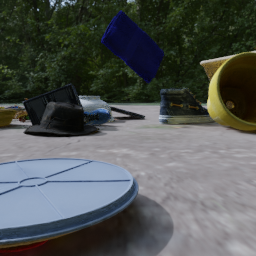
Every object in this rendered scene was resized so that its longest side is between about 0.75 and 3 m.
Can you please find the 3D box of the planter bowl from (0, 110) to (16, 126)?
[{"bbox_3d":[-4.080,-0.280,9.029,1.001,0.417,1.001,-10,1,0],"label":"planter bowl"}]

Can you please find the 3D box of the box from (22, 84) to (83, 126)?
[{"bbox_3d":[-2.376,-0.742,9.234,1.565,0.895,1.719,-22,8,-4],"label":"box"}]

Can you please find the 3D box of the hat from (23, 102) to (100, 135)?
[{"bbox_3d":[-1.808,-0.294,7.603,2.079,0.839,2.079,0,7,0],"label":"hat"}]

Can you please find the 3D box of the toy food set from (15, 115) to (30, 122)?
[{"bbox_3d":[-4.019,-0.340,10.965,0.763,0.249,0.449,-3,-18,-41],"label":"toy food set"}]

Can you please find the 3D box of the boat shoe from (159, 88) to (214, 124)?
[{"bbox_3d":[2.373,-0.865,10.616,2.861,1.299,1.012,-5,8,-37],"label":"boat shoe"}]

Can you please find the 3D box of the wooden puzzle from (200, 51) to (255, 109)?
[{"bbox_3d":[4.155,-1.329,9.241,0.685,2.957,2.739,-50,27,-22],"label":"wooden puzzle"}]

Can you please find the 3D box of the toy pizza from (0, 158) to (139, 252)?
[{"bbox_3d":[-0.765,0.557,2.279,1.708,0.271,1.708,-1,7,0],"label":"toy pizza"}]

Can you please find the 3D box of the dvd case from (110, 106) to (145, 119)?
[{"bbox_3d":[-0.304,-0.771,13.023,1.664,0.179,2.238,14,1,-16],"label":"dvd case"}]

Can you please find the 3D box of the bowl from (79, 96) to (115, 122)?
[{"bbox_3d":[-1.661,-0.775,11.252,2.253,1.013,2.253,-1,6,0],"label":"bowl"}]

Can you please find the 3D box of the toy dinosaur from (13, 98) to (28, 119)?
[{"bbox_3d":[-3.972,-0.631,12.159,2.787,0.842,1.481,-7,34,-23],"label":"toy dinosaur"}]

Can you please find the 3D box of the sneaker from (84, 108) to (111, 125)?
[{"bbox_3d":[-1.289,-0.304,9.429,1.466,0.576,0.654,-7,11,13],"label":"sneaker"}]

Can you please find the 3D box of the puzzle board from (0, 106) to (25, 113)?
[{"bbox_3d":[-5.002,-0.426,9.444,2.447,0.213,1.844,-11,0,30],"label":"puzzle board"}]

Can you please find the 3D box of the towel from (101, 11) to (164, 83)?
[{"bbox_3d":[0.217,-3.302,11.593,2.676,1.976,0.663,37,-33,-21],"label":"towel"}]

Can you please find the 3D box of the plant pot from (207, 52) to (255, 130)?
[{"bbox_3d":[3.334,-0.892,8.372,2.099,2.099,1.975,0,-9,-1],"label":"plant pot"}]
